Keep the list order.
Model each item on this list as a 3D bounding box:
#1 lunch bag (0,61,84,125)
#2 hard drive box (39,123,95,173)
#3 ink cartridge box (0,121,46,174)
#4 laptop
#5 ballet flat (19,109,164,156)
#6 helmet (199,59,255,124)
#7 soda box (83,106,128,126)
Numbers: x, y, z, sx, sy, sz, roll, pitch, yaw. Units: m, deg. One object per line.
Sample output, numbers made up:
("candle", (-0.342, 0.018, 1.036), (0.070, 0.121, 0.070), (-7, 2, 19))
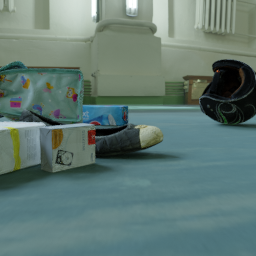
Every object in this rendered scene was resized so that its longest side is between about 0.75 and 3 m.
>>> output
("lunch bag", (-2.875, -0.891, 8.667), (2.972, 1.812, 2.532), (2, -4, -8))
("hard drive box", (-0.862, 0.263, 4.086), (0.300, 0.609, 0.782), (5, 9, 40))
("ink cartridge box", (-2.022, 0.272, 3.888), (1.083, 0.623, 1.493), (3, 7, 27))
("laptop", (-4.765, -1.216, 10.360), (2.490, 1.541, 2.659), (-23, 24, -26))
("ballet flat", (-0.758, 0.066, 5.071), (2.780, 0.790, 0.924), (1, 6, 9))
("helmet", (3.840, -1.227, 10.570), (2.381, 2.381, 2.270), (3, -22, 25))
("soda box", (-1.093, -0.492, 10.747), (2.147, 0.728, 0.689), (2, 6, 20))
